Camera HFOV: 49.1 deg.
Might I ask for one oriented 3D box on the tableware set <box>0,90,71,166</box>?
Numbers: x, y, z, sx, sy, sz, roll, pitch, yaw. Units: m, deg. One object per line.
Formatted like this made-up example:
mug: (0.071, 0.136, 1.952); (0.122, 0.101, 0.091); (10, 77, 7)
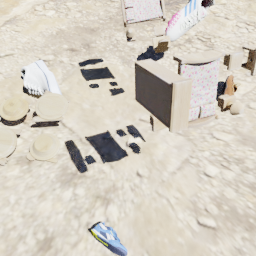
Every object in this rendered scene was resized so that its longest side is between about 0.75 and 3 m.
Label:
tableware set: (-2.790, -0.068, 7.762); (2.076, 0.288, 2.486); (6, 59, 1)

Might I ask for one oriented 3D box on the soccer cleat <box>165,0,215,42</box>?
soccer cleat: (2.064, -3.673, 9.319); (2.009, 0.702, 0.867); (-51, 47, -2)

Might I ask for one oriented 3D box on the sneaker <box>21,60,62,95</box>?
sneaker: (-2.926, -1.434, 9.424); (0.968, 0.999, 2.736); (-27, 39, -15)

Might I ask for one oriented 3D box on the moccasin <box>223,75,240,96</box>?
moccasin: (3.517, -1.337, 9.538); (0.508, 0.481, 1.315); (13, 44, 12)

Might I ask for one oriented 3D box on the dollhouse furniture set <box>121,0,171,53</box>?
dollhouse furniture set: (0.390, -3.008, 6.862); (1.122, 2.165, 0.959); (-8, -2, 3)

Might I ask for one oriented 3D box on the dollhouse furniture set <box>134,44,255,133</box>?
dollhouse furniture set: (1.231, -0.457, 3.889); (2.088, 1.082, 0.924); (-15, 34, -21)

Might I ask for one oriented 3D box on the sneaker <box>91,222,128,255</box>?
sneaker: (-0.331, 2.229, 5.678); (0.906, 0.335, 0.373); (29, 47, 27)

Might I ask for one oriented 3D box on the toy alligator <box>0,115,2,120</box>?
toy alligator: (-4.496, -0.230, 8.412); (1.423, 0.342, 0.472); (-1, 74, -6)
